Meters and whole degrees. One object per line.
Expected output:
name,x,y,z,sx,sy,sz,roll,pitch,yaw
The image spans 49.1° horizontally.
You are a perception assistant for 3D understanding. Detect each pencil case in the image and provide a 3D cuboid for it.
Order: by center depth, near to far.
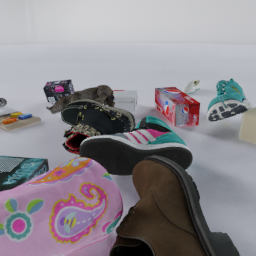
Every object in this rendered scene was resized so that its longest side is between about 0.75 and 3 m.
pencil case,-1.482,1.323,3.225,2.969,1.298,1.298,-20,28,-40

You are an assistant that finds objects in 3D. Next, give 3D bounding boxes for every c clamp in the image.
c clamp,-4.932,-0.608,9.714,2.131,0.338,2.495,-9,23,-9

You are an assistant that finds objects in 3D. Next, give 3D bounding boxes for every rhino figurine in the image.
rhino figurine,-1.597,-0.857,9.356,2.489,0.744,1.088,-8,40,14

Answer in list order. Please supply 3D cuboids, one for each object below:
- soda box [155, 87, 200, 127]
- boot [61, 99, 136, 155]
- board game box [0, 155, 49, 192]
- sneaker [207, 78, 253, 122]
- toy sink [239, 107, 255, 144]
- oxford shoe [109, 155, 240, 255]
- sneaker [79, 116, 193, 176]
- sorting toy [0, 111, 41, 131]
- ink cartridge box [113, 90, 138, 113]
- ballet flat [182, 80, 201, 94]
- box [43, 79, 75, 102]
soda box,1.588,-0.783,9.447,0.820,0.743,2.342,-4,22,-9
boot,-1.232,-0.074,7.405,2.404,0.868,1.815,11,25,27
board game box,-2.652,1.148,4.861,1.653,0.344,2.444,3,20,9
sneaker,2.898,-0.874,8.326,1.101,1.131,2.840,-21,-2,29
toy sink,3.635,-0.109,7.639,1.156,0.754,0.648,-17,27,-40
oxford shoe,0.337,1.221,3.641,1.251,1.077,2.964,-4,21,-8
sneaker,0.135,0.292,6.195,2.311,0.966,1.396,5,25,-8
sorting toy,-3.775,-0.223,8.657,1.274,0.254,1.723,16,25,36
ink cartridge box,-0.153,-1.008,10.335,0.958,0.545,1.315,2,21,6
ballet flat,2.942,-1.958,12.959,0.536,0.536,1.543,15,25,34
box,-2.711,-1.473,11.138,1.038,0.686,0.595,-5,35,8
